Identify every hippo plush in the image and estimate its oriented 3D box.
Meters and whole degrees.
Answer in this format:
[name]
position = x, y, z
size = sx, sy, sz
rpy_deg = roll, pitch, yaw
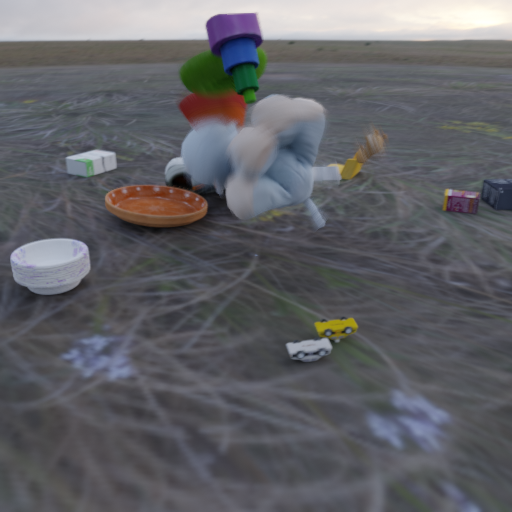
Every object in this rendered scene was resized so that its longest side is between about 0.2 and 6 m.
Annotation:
[hippo plush]
position = -0.033, -1.985, 10.410
size = 2.279, 2.258, 2.835
rpy_deg = 28, 18, 36

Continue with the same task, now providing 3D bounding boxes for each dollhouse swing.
[dollhouse swing]
position = 2.402, -2.535, 15.100
size = 0.805, 0.833, 0.916
rpy_deg = 31, 33, 14

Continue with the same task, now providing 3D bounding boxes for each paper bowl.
[paper bowl]
position = -3.282, 0.199, 9.020
size = 1.179, 0.613, 1.179
rpy_deg = -1, 23, 0

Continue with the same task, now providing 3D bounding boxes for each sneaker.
[sneaker]
position = -1.021, -1.868, 13.565
size = 2.457, 0.908, 0.974
rpy_deg = -3, 35, 5

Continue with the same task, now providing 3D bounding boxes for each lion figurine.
[lion figurine]
position = 2.526, -2.372, 12.629
size = 0.437, 1.206, 0.739
rpy_deg = 31, 63, 4

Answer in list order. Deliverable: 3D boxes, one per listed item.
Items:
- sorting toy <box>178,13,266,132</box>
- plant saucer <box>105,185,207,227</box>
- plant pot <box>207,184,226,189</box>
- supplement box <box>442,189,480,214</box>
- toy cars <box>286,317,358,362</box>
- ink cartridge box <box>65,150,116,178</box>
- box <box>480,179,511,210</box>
[sorting toy]
position = -0.491, -2.662, 10.228
size = 1.575, 1.565, 4.544
rpy_deg = -12, -2, -10
[plant saucer]
position = -2.124, -1.055, 11.977
size = 2.144, 0.346, 2.144
rpy_deg = 7, 22, -3
[plant pot]
position = -0.581, -2.010, 12.555
size = 1.383, 0.932, 1.383
rpy_deg = 11, 2, 0
[supplement box]
position = 4.576, -1.214, 12.511
size = 0.734, 0.379, 0.481
rpy_deg = 9, 25, 19
[toy cars]
position = 0.879, 1.134, 7.391
size = 0.519, 0.256, 1.158
rpy_deg = 18, 33, 38
[ink cartridge box]
position = -4.524, -2.545, 15.414
size = 0.802, 0.462, 1.099
rpy_deg = 15, 28, 30
[box]
position = 5.786, -1.411, 12.812
size = 0.948, 0.494, 0.863
rpy_deg = -1, 23, -1
